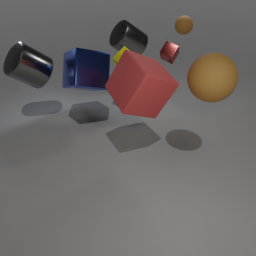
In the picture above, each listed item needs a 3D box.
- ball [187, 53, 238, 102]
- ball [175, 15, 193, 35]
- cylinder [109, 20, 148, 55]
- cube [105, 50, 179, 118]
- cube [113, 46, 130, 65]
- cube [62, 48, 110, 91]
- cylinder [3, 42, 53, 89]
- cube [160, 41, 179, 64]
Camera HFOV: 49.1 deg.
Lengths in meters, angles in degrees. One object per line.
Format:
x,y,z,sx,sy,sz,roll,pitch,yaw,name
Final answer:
2.414,-1.434,8.026,1.400,1.400,1.400,0,30,0,ball
2.165,-3.985,10.856,0.700,0.700,0.700,0,30,0,ball
0.030,-4.348,13.834,1.400,1.400,1.400,21,14,-37,cylinder
0.395,-1.313,8.625,1.400,1.400,1.400,6,39,-41,cube
-0.114,-2.814,11.640,0.700,0.700,0.700,42,-2,5,cube
-1.632,-2.206,10.842,1.400,1.400,1.400,1,5,-31,cube
-3.946,-2.463,11.125,1.400,1.400,1.400,23,7,-46,cylinder
2.051,-3.717,13.808,0.700,0.700,0.700,30,83,16,cube
